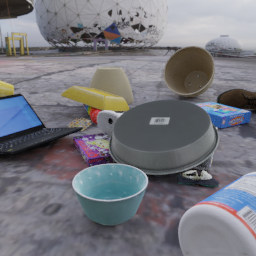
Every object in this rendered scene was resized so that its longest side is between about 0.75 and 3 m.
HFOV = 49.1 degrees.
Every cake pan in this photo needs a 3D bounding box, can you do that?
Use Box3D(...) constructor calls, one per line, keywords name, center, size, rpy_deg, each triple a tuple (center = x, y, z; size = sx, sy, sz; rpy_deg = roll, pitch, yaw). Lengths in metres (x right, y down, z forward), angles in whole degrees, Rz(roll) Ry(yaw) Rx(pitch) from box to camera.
Box3D(name="cake pan", center=(0.853, 0.058, 7.208), size=(2.848, 0.522, 2.848), rpy_deg=(-8, 32, 5))

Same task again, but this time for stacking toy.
Box3D(name="stacking toy", center=(-1.265, -0.707, 11.113), size=(0.834, 0.834, 1.954), rpy_deg=(-5, 25, -14))

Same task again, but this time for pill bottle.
Box3D(name="pill bottle", center=(1.815, 1.321, 4.041), size=(2.106, 1.182, 1.182), rpy_deg=(-13, 22, -39))

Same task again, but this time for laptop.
Box3D(name="laptop", center=(-3.293, -0.274, 8.395), size=(2.805, 1.449, 2.486), rpy_deg=(-1, 14, 37))

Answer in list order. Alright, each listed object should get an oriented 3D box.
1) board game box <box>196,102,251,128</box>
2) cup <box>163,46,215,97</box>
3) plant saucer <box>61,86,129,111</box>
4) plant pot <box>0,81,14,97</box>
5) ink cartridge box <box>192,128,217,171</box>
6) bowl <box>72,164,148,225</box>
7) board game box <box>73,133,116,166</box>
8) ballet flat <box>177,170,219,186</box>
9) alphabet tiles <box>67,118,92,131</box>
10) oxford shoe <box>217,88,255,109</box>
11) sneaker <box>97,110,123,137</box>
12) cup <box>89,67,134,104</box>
Box3D(name="board game box", center=(3.420, -0.557, 10.953), size=(1.563, 0.462, 2.055), rpy_deg=(-10, 20, -27))
Box3D(name="cup", center=(3.478, -2.759, 15.053), size=(2.658, 2.658, 1.901), rpy_deg=(10, -6, 29))
Box3D(name="plant saucer", center=(-1.254, -1.257, 11.660), size=(2.215, 0.537, 2.216), rpy_deg=(19, 11, 24))
Box3D(name="plant pot", center=(-6.418, -1.874, 14.077), size=(1.125, 1.196, 1.196), rpy_deg=(5, 12, -36))
Box3D(name="ink cartridge box", center=(1.805, 0.445, 7.768), size=(1.174, 0.543, 2.156), rpy_deg=(7, 18, 20))
Box3D(name="bowl", center=(-0.312, 1.236, 5.049), size=(1.338, 0.700, 1.338), rpy_deg=(0, 17, 0))
Box3D(name="board game box", center=(-0.845, 0.555, 7.923), size=(1.060, 0.285, 1.765), rpy_deg=(-12, 21, -21))
Box3D(name="ballet flat", center=(1.543, 1.088, 6.135), size=(0.924, 0.337, 0.337), rpy_deg=(3, 18, 7))
Box3D(name="alphabet tiles", center=(-1.729, -0.114, 9.917), size=(0.694, 0.026, 0.834), rpy_deg=(17, 38, 25))
Box3D(name="oxford shoe", center=(5.153, -1.226, 12.085), size=(2.570, 0.934, 1.085), rpy_deg=(-2, 10, -4))
Box3D(name="sneaker", center=(0.234, -0.027, 8.926), size=(2.355, 0.860, 1.317), rpy_deg=(22, 24, 32))
Box3D(name="cup", center=(-0.883, -2.137, 13.875), size=(2.353, 1.683, 2.353), rpy_deg=(1, 18, 0))
